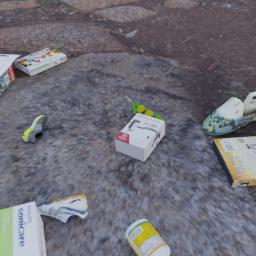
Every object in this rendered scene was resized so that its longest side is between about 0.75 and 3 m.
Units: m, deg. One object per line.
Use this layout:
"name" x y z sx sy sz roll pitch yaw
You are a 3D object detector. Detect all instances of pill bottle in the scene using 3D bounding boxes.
"pill bottle" 0.468 2.459 5.712 0.612 0.612 1.085 -23 44 -25

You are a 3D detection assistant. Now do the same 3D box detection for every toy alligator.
"toy alligator" 0.424 -0.494 9.425 1.807 0.536 0.490 34 91 34

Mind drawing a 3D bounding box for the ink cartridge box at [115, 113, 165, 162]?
"ink cartridge box" 0.380 0.232 8.382 0.997 0.563 1.358 18 45 25

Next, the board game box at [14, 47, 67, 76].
"board game box" -3.889 -3.007 12.538 1.220 0.334 1.932 29 48 29

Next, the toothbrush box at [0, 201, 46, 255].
"toothbrush box" -2.729 2.548 5.341 2.168 0.933 1.578 -13 42 -14

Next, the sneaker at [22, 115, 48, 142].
"sneaker" -2.819 0.057 8.844 0.460 0.419 1.135 17 50 10

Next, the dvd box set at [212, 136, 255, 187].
"dvd box set" 3.679 0.872 7.861 2.197 0.323 1.607 -4 40 -5

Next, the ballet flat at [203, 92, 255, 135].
"ballet flat" 3.721 -0.642 9.168 2.936 1.090 1.090 -18 43 -21

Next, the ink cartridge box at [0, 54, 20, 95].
"ink cartridge box" -5.453 -2.050 11.114 1.530 0.707 2.807 4 39 5

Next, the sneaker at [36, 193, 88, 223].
"sneaker" -1.588 1.927 6.425 1.380 0.608 0.520 -14 -2 13
